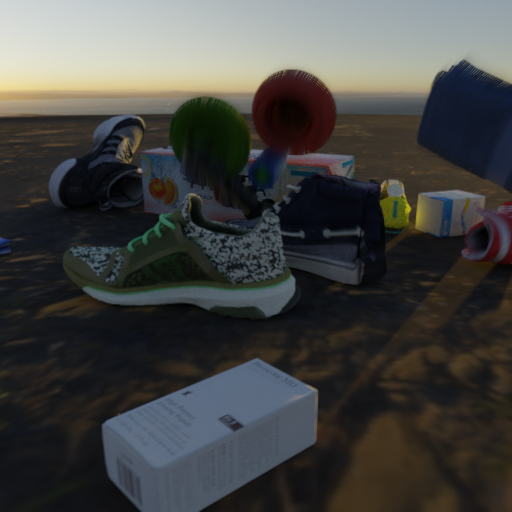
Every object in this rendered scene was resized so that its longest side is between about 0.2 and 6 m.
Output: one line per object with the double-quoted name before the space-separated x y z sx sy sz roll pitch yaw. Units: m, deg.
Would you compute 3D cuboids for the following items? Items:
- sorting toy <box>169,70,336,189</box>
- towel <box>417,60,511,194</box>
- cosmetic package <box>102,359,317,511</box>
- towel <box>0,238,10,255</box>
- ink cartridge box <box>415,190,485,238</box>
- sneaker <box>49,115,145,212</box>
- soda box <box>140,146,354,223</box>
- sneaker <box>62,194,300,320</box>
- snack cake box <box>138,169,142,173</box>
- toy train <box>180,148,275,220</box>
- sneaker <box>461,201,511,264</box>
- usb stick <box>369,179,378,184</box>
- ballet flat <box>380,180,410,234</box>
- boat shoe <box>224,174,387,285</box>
"sorting toy" 0.051 -1.949 8.614 2.607 1.567 1.070 -8 28 25
"towel" 3.740 -1.729 8.300 2.621 1.463 0.636 35 51 24
"cosmetic package" -0.274 1.223 3.876 1.359 0.503 0.691 -17 24 -40
"towel" -5.310 -0.190 8.736 2.529 0.302 1.831 13 22 35
"ink cartridge box" 3.421 -0.752 9.882 0.932 0.674 0.686 -7 19 -21
"sneaker" -2.912 -1.945 12.147 1.711 1.135 3.006 17 50 21
"soda box" -0.224 -1.356 10.801 4.062 1.291 1.389 10 20 27
"sneaker" -0.936 -0.130 6.782 3.006 1.332 1.156 4 18 13
"snack cake box" -2.964 -1.742 13.305 0.902 0.527 1.568 -14 23 -35
"toy train" -0.349 -0.974 8.589 0.547 0.407 2.387 -9 -27 36
"sneaker" 3.697 -0.429 8.557 1.256 0.796 2.233 8 20 3
"usb stick" 3.055 -1.901 14.546 0.168 0.099 0.607 7 17 -1
"ballet flat" 2.599 -1.052 10.712 0.757 0.760 2.266 3 17 9
"boat shoe" 0.572 -0.561 8.115 2.901 1.345 1.083 12 21 35
